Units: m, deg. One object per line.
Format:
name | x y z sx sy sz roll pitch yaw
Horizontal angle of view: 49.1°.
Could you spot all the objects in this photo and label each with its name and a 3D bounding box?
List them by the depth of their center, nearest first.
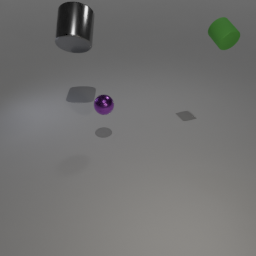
cylinder | 2.901 -2.856 8.492 0.700 0.700 0.700 -12 58 -19
ball | -0.823 -0.794 9.574 0.700 0.700 0.700 0 32 0
cylinder | -2.035 -3.820 10.761 1.400 1.400 1.400 2 -11 0
